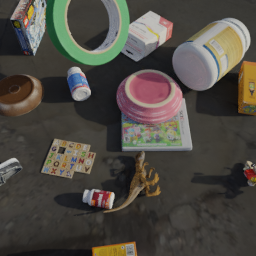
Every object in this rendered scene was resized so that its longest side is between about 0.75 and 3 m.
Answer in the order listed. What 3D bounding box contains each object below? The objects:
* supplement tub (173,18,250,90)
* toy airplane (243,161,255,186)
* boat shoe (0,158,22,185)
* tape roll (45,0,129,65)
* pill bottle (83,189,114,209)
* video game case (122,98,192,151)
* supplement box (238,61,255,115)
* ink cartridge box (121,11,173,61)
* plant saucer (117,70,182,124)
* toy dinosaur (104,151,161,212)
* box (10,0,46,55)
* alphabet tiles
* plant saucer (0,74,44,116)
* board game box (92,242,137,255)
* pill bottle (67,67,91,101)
[{"bbox_3d":[3.504,-3.127,11.698,2.892,2.092,2.092,-39,65,-23],"label":"supplement tub"},{"bbox_3d":[4.380,1.660,9.432,1.084,0.768,1.089,39,28,11],"label":"toy airplane"},{"bbox_3d":[-4.367,1.677,9.467,1.605,0.576,0.544,-33,61,-28],"label":"boat shoe"},{"bbox_3d":[-1.285,-3.611,9.449,2.895,2.895,0.696,-38,34,-22],"label":"tape roll"},{"bbox_3d":[-0.952,2.279,9.052,0.939,0.530,0.530,8,57,6],"label":"pill bottle"},{"bbox_3d":[1.042,-0.181,10.824,2.569,0.283,2.339,-1,56,0],"label":"video game case"},{"bbox_3d":[5.010,-1.665,11.527,0.775,0.801,2.329,11,56,8],"label":"supplement box"},{"bbox_3d":[0.758,-4.361,13.253,1.466,0.850,2.518,37,64,22],"label":"ink cartridge box"},{"bbox_3d":[0.854,-1.394,11.081,2.628,0.666,2.628,0,55,0],"label":"plant saucer"},{"bbox_3d":[0.339,1.946,9.301,1.327,0.755,2.499,1,46,27],"label":"toy dinosaur"},{"bbox_3d":[-4.477,-5.093,13.084,0.565,1.940,2.834,6,56,2],"label":"box"},{"bbox_3d":[-2.088,1.126,10.097,1.688,0.064,1.411,9,57,7],"label":"alphabet tiles"},{"bbox_3d":[-4.668,-1.497,11.634,2.250,0.412,2.250,0,57,0],"label":"plant saucer"},{"bbox_3d":[-0.307,3.886,7.601,1.164,1.165,1.165,-6,57,-4],"label":"board game box"},{"bbox_3d":[-2.086,-1.869,11.649,0.776,0.776,1.383,-16,59,-10],"label":"pill bottle"}]
